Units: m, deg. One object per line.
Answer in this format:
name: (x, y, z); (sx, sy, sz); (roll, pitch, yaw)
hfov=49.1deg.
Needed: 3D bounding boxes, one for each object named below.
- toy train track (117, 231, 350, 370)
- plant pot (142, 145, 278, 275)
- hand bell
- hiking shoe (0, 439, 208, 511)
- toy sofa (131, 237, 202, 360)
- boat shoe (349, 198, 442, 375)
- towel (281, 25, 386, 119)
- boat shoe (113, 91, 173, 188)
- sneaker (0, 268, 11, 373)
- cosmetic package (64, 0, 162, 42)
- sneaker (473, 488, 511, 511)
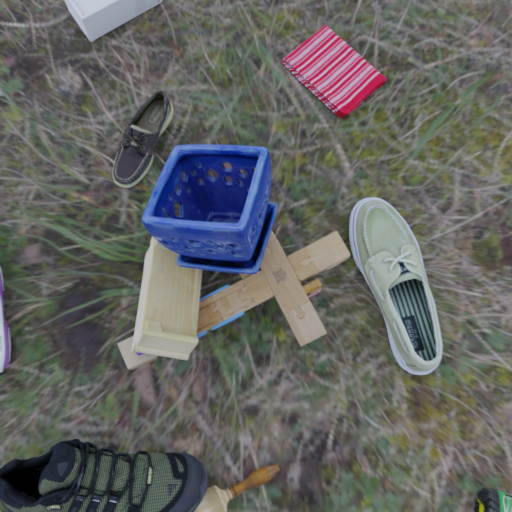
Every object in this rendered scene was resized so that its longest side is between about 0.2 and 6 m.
toy train track: (-0.324, 0.735, 8.864); (3.821, 0.622, 2.191); (-27, 77, 0)
plant pot: (-0.532, -0.598, 8.050); (1.509, 1.357, 1.510); (4, 56, 19)
hand bell: (-0.298, 3.416, 8.131); (1.426, 0.743, 0.743); (-21, 75, -19)
hiking shoe: (-2.135, 3.067, 7.406); (2.928, 1.474, 1.109); (-10, 50, 8)
toy sofa: (-1.314, 0.576, 8.613); (0.821, 0.967, 1.982); (13, 56, -17)
boat shoe: (2.284, 0.360, 8.759); (1.065, 0.918, 2.958); (-16, 75, -5)
towel: (1.426, -3.383, 10.229); (1.192, 0.185, 1.648); (-41, 78, -12)
boat shoe: (-2.003, -2.050, 9.628); (0.664, 0.588, 1.814); (19, 75, 5)
sneaker: (-4.425, 0.736, 8.573); (1.100, 0.827, 2.208); (-6, 72, -24)
cosmetic package: (-2.661, -4.828, 10.383); (1.615, 0.685, 0.869); (-35, 79, -11)
sneaker: (3.459, 4.264, 7.741); (0.791, 0.724, 1.857); (12, 74, 3)
